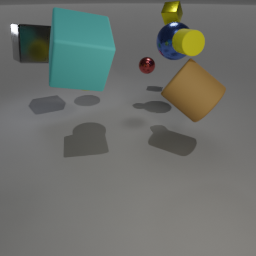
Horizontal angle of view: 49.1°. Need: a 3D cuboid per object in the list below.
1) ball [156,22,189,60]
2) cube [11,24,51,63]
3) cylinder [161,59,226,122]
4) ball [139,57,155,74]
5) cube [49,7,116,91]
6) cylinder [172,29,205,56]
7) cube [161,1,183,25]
[{"bbox_3d":[1.785,-3.307,10.704,1.400,1.400,1.400,0,27,0],"label":"ball"},{"bbox_3d":[-3.750,-3.353,11.136,1.400,1.400,1.400,-8,21,-30],"label":"cube"},{"bbox_3d":[1.963,-1.128,8.523,1.400,1.400,1.400,40,33,-1],"label":"cylinder"},{"bbox_3d":[0.797,-2.634,11.797,0.700,0.700,0.700,0,27,0],"label":"ball"},{"bbox_3d":[-1.233,-1.944,7.087,1.400,1.400,1.400,3,51,-19],"label":"cube"},{"bbox_3d":[1.719,-2.456,8.015,0.700,0.700,0.700,-7,24,-14],"label":"cylinder"},{"bbox_3d":[1.942,-5.048,12.319,0.700,0.700,0.700,7,64,27],"label":"cube"}]
